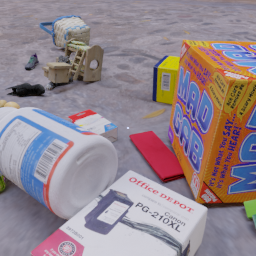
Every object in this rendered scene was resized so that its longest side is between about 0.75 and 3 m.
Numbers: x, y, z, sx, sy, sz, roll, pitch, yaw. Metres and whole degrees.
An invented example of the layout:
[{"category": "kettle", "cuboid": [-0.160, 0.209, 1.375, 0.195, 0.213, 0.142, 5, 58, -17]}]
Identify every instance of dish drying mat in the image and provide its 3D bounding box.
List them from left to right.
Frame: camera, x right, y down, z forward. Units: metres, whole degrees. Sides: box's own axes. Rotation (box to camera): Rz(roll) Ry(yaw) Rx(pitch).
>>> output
[{"category": "dish drying mat", "cuboid": [0.678, 0.608, 6.598, 0.706, 0.167, 1.838, -11, 32, -19]}]

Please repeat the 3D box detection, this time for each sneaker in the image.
[{"category": "sneaker", "cuboid": [-3.484, -1.262, 9.503, 1.299, 0.390, 0.677, 14, 33, 30]}, {"category": "sneaker", "cuboid": [-4.177, -2.867, 12.043, 0.403, 0.473, 1.082, 2, 31, 3]}]

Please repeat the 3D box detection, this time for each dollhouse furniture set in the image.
[{"category": "dollhouse furniture set", "cuboid": [-2.499, -2.698, 10.522, 2.378, 1.322, 2.103, 28, 28, 38]}]

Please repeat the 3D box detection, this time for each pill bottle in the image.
[{"category": "pill bottle", "cuboid": [-1.486, 0.418, 4.854, 2.435, 1.367, 1.367, 22, 37, 34]}]

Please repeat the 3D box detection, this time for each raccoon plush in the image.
[{"category": "raccoon plush", "cuboid": [-2.484, -2.059, 10.230, 0.692, 0.958, 1.430, 7, 32, 11]}]

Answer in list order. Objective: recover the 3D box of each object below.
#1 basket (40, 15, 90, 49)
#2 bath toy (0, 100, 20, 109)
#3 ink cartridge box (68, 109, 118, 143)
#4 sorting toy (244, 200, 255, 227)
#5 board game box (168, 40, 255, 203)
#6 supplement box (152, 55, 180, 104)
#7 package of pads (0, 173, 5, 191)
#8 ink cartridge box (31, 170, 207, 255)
[{"category": "basket", "cuboid": [-3.169, -4.976, 14.362, 1.987, 1.568, 2.254, -24, 54, -36]}, {"category": "bath toy", "cuboid": [-2.887, -0.047, 7.136, 2.234, 0.826, 0.972, 30, 87, 42]}, {"category": "ink cartridge box", "cuboid": [-0.942, 0.004, 7.321, 0.746, 0.432, 1.285, -23, 38, -33]}, {"category": "sorting toy", "cuboid": [2.925, 1.933, 4.180, 2.543, 0.374, 1.880, 19, 36, 27]}, {"category": "board game box", "cuboid": [2.396, -0.249, 5.680, 2.428, 2.430, 2.428, 0, 30, -7]}, {"category": "supplement box", "cuboid": [2.033, -1.451, 8.966, 2.240, 1.227, 1.219, 13, 34, 22]}, {"category": "package of pads", "cuboid": [-3.682, 0.905, 5.549, 2.155, 0.735, 1.665, -17, 33, -24]}, {"category": "ink cartridge box", "cuboid": [-0.016, 1.715, 4.046, 1.520, 0.885, 2.099, 22, 37, 31]}]
